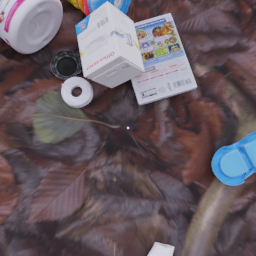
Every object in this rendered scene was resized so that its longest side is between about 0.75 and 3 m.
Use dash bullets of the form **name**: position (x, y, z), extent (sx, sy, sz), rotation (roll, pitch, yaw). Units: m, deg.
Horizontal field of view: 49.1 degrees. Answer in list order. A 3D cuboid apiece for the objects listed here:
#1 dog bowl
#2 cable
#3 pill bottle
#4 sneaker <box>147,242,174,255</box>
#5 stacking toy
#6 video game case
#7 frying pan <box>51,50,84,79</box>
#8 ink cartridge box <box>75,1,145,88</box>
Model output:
- **dog bowl**: position (2.893, 0.769, 7.033), extent (1.759, 0.436, 0.981), rotation (-25, 81, -5)
- **cable**: position (-1.345, -0.953, 7.412), extent (0.824, 0.285, 0.824), rotation (-10, 80, -2)
- **pill bottle**: position (-3.286, -3.432, 7.150), extent (2.958, 1.677, 1.677), rotation (40, 82, 7)
- **sneaker**: position (1.030, 3.167, 6.615), extent (1.133, 0.417, 0.655), rotation (28, 84, 6)
- **stacking toy**: position (-1.328, -3.861, 7.519), extent (2.681, 1.471, 1.556), rotation (31, 79, 16)
- **video game case**: position (0.736, -1.880, 7.570), extent (1.607, 0.202, 2.245), rotation (-17, 80, -1)
- **frying pan**: position (-1.404, -1.679, 7.582), extent (1.358, 0.221, 0.821), rotation (5, 81, -1)
- **ink cartridge box**: position (-0.441, -1.954, 6.872), extent (1.114, 1.095, 1.514), rotation (-22, 69, 31)
